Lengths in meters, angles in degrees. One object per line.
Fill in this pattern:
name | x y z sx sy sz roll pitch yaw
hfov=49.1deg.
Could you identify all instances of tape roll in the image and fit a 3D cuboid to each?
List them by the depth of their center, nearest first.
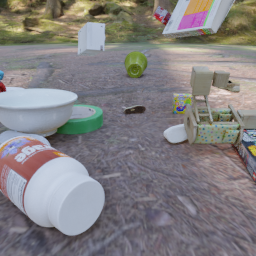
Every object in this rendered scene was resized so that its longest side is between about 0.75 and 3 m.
tape roll | -2.044 -0.378 10.941 2.131 0.512 2.131 0 22 0

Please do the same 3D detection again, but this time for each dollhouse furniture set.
dollhouse furniture set | 3.033 -0.609 8.119 2.405 2.127 1.337 0 36 -1

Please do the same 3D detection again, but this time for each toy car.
toy car | -5.143 -1.257 11.953 2.030 1.871 1.795 16 15 -21

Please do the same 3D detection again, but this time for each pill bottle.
pill bottle | -1.714 1.132 5.839 2.517 1.412 1.412 18 28 40

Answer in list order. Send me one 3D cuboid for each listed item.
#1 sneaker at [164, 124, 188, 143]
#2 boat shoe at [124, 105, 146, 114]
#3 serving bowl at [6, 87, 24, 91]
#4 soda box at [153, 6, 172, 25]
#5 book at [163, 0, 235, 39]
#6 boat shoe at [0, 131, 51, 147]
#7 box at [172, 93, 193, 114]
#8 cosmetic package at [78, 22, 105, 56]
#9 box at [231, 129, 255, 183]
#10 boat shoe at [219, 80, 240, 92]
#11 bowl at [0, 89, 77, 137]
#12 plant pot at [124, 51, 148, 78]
sneaker | 2.204 0.083 9.611 2.003 0.754 0.886 -2 7 -7
boat shoe | 0.289 -0.838 12.347 0.971 0.359 0.359 -5 16 -12
serving bowl | -6.059 -1.550 13.606 2.015 0.663 2.015 2 15 -1
soda box | 1.499 -4.298 11.012 0.488 0.442 1.394 40 21 19
book | 2.347 -3.931 9.722 0.559 1.555 2.328 31 -6 -35
boat shoe | -2.992 0.577 8.300 2.097 0.594 0.720 14 48 31
box | 2.381 -1.071 12.311 0.826 0.796 0.504 2 21 7
cosmetic package | -1.203 -2.815 9.030 0.600 0.834 1.478 0 5 -19
box | 4.205 0.729 8.054 1.850 0.539 2.703 2 21 4
boat shoe | 5.897 -2.558 16.414 0.638 0.577 1.789 -9 23 -23
bowl | -3.036 -0.461 9.266 2.738 1.230 2.738 1 18 0
plant pot | 0.517 -4.374 19.912 1.704 1.704 1.640 2 32 5
